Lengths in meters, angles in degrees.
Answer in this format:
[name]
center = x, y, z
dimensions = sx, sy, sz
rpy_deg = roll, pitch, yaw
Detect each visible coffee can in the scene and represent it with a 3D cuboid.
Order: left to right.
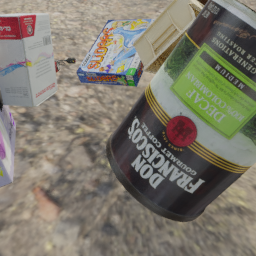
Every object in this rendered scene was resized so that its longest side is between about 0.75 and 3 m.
[coffee can]
center = 1.237, -0.242, 4.366
dimensions = 2.068, 2.826, 2.068
rpy_deg = 28, 28, -16

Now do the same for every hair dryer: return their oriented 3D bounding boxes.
[hair dryer]
center = -2.059, -1.591, 7.457
dimensions = 1.232, 0.335, 0.938
rpy_deg = -21, 15, -37

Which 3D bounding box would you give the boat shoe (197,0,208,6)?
[boat shoe]
center = 2.274, -3.777, 7.493
dimensions = 0.975, 2.641, 0.977
rpy_deg = -2, 55, 3

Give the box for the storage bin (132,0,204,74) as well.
[storage bin]
center = 1.290, -2.040, 6.639
dimensions = 1.690, 1.678, 0.792
rpy_deg = 1, 57, -48

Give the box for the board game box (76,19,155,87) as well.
[board game box]
center = -0.196, -2.175, 7.815
dimensions = 1.646, 0.419, 2.432
rpy_deg = 7, 54, 21

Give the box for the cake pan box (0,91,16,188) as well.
[cake pan box]
center = -2.768, -0.565, 4.909
dimensions = 0.711, 2.504, 2.719
rpy_deg = -18, 26, -13

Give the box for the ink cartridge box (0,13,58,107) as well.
[ink cartridge box]
center = -2.011, -1.365, 5.533
dimensions = 0.679, 1.640, 1.195
rpy_deg = 4, 24, 9
